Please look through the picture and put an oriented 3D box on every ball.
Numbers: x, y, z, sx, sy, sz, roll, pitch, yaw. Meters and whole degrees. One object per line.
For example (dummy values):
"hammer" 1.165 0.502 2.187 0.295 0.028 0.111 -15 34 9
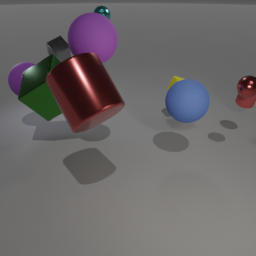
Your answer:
"ball" 3.820 -1.306 8.876 0.700 0.700 0.700 0 28 0
"ball" -3.899 -1.841 10.872 1.400 1.400 1.400 0 28 0
"ball" -0.986 -2.482 7.856 1.400 1.400 1.400 0 28 0
"ball" 1.899 -0.862 8.993 1.400 1.400 1.400 0 28 0
"ball" -1.047 -4.513 11.206 0.700 0.700 0.700 0 28 0

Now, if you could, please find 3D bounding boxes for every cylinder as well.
"cylinder" -0.995 -0.812 6.637 1.400 1.400 1.400 -29 -5 -3
"cylinder" 4.567 -1.224 10.717 0.700 0.700 0.700 3 43 -2

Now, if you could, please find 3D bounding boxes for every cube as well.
"cube" -2.871 -3.239 11.647 0.700 0.700 0.700 -37 77 -22
"cube" 2.229 -1.712 12.054 0.700 0.700 0.700 12 31 -24
"cube" -2.705 -1.371 9.708 1.400 1.400 1.400 -26 46 20
